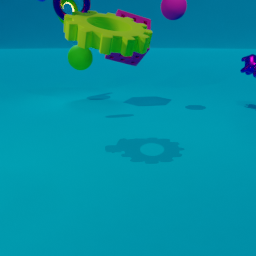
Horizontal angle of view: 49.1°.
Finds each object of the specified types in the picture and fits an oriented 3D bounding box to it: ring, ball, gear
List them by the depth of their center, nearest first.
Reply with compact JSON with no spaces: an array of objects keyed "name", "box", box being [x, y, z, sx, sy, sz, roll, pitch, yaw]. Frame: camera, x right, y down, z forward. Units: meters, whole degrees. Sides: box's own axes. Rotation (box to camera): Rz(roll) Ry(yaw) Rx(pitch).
[{"name":"gear","box":[-0.369,-1.814,5.267,1.612,0.298,1.612,9,34,-6]},{"name":"ring","box":[-1.558,-3.460,7.803,1.050,1.050,0.210,-6,44,-19]},{"name":"ball","box":[1.473,-3.917,9.028,0.831,0.831,0.831,0,18,0]},{"name":"ring","box":[-2.498,-4.837,11.662,0.221,1.103,1.103,16,24,35]},{"name":"ball","box":[-2.060,-3.040,12.108,1.087,1.087,1.087,0,18,0]}]

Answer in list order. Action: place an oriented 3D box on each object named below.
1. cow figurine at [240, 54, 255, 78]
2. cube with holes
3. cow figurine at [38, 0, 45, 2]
[{"name":"cow figurine","box":[4.633,-2.262,10.204,0.570,1.038,1.021,12,-12,-27]},{"name":"cube with holes","box":[-0.017,-3.436,10.869,1.339,1.339,1.339,10,-19,-18]},{"name":"cow figurine","box":[-1.424,-2.755,4.843,0.569,1.037,1.021,30,34,-3]}]
